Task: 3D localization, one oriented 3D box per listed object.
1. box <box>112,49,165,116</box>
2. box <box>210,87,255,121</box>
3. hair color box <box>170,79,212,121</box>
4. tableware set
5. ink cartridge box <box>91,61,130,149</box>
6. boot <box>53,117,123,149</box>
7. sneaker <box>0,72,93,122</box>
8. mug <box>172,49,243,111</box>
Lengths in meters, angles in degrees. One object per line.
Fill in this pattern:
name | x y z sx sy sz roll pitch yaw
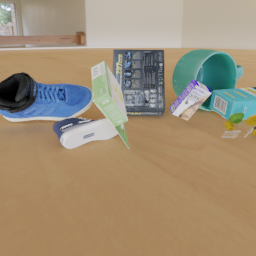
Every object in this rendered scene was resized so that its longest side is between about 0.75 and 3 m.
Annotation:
box | 0.356 -1.612 9.863 1.837 2.329 0.594 0 -15 0
box | 4.505 -0.922 9.937 2.915 0.716 1.199 -7 29 -19
hair color box | 1.850 -0.815 8.347 0.626 1.146 0.371 20 35 -26
tableware set | 3.337 -0.120 7.483 1.613 1.087 0.248 -1 56 -8
ink cartridge box | -0.271 -0.537 6.897 0.443 1.849 1.346 -25 43 13
boot | -1.072 -0.064 7.632 1.835 0.668 0.829 -14 41 -32
sneaker | -2.564 -0.958 8.438 2.975 1.142 1.655 -6 -17 -3
mug | 2.939 -1.825 10.770 2.645 2.173 1.635 16 8 -36
